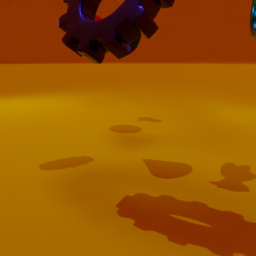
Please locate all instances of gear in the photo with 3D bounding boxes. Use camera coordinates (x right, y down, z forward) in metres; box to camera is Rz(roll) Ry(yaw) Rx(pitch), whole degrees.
[{"bbox_3d":[-0.210,-1.872,4.046,1.892,1.892,0.350,12,-11,39],"label":"gear"}]

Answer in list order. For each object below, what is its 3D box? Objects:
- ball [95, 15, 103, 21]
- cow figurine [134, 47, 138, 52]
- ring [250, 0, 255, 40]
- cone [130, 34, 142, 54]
[{"bbox_3d":[-1.101,-3.050,8.747,0.954,0.954,0.954,0,14,0],"label":"ball"},{"bbox_3d":[-0.118,-2.985,9.947,0.902,0.503,0.916,-8,50,6],"label":"cow figurine"},{"bbox_3d":[4.543,-4.007,9.420,0.410,2.052,2.052,3,15,9],"label":"ring"},{"bbox_3d":[-0.363,-2.092,5.960,0.943,0.943,0.946,-13,30,-40],"label":"cone"}]
